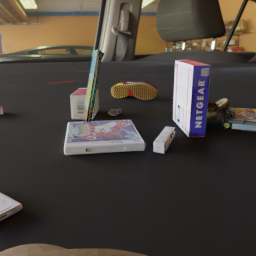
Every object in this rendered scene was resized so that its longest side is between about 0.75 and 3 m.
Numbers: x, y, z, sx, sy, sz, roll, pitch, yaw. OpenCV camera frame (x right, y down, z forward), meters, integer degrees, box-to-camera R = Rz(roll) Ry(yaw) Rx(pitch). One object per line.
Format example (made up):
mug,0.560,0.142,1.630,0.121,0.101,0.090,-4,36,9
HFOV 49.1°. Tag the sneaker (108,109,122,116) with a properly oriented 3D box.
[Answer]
sneaker,-0.656,-0.731,13.166,0.338,0.308,0.823,-4,3,40

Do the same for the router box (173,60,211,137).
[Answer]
router box,2.349,-1.209,10.739,0.629,2.577,2.313,-2,19,-5

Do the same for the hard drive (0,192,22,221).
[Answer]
hard drive,-2.896,1.586,5.726,1.252,0.159,0.826,12,21,34

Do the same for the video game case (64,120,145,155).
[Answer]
video game case,-0.897,0.233,9.859,2.514,0.317,2.759,-2,17,-9

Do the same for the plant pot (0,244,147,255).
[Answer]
plant pot,-0.585,1.823,1.697,2.608,2.608,2.275,-8,1,-25

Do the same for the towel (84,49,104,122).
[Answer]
towel,-0.974,-1.205,7.775,0.205,1.893,1.388,8,13,-13

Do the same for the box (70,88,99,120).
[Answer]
box,-1.967,-1.157,12.952,0.972,1.141,1.784,1,17,2

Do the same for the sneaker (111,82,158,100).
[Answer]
sneaker,0.495,-2.395,17.063,2.918,1.093,1.314,6,24,17

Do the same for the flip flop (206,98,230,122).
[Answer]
flip flop,3.528,-0.844,11.972,2.444,0.703,0.991,-33,19,-34

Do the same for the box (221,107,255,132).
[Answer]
box,4.748,-0.409,11.747,1.529,0.422,2.238,5,18,16

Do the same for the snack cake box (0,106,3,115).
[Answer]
snack cake box,-6.393,-0.788,13.202,0.888,0.299,0.511,-9,18,-28

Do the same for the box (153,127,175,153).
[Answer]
box,1.242,0.362,9.384,0.368,0.344,1.778,6,18,18
